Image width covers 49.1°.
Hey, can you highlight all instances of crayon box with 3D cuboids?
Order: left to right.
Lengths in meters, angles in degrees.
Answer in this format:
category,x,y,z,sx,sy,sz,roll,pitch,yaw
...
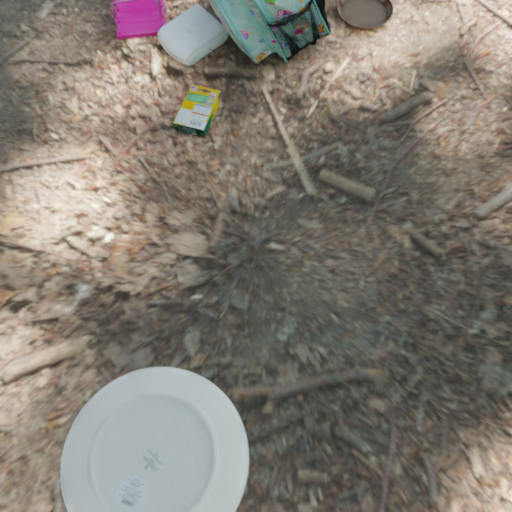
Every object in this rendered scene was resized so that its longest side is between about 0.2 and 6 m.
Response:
category,x,y,z,sx,sy,sz,roll,pitch,yaw
crayon box,-1.247,-3.111,12.022,0.694,0.285,1.105,15,67,10

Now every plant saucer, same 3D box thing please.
category,x,y,z,sx,sy,sz,roll,pitch,yaw
plant saucer,2.588,-5.846,13.377,1.330,0.229,1.330,0,64,-1

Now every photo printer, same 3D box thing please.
category,x,y,z,sx,sy,sz,roll,pitch,yaw
photo printer,-1.493,-5.024,12.819,1.343,0.466,1.117,-40,75,-16

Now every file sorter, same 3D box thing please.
category,x,y,z,sx,sy,sz,roll,pitch,yaw
file sorter,-2.793,-6.093,13.039,1.157,1.044,1.665,-8,65,-3

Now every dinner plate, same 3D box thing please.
category,x,y,z,sx,sy,sz,roll,pitch,yaw
dinner plate,-1.643,3.256,8.992,3.051,0.370,3.051,0,66,1

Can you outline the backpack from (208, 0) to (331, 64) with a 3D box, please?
category,x,y,z,sx,sy,sz,roll,pitch,yaw
backpack,0.060,-5.854,11.834,2.305,3.007,2.644,-25,68,5
